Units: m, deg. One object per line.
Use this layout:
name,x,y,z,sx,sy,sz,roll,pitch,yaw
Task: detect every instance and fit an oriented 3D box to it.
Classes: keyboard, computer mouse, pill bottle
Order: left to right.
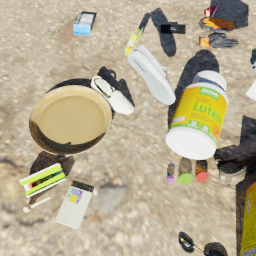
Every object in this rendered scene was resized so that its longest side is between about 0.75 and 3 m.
keyboard,2.034,-4.486,12.624,1.136,0.146,0.682,5,66,2
pill bottle,2.417,-0.523,9.385,1.578,1.578,2.841,19,61,11
computer mouse,2.100,3.466,7.791,1.503,0.256,0.440,23,63,14

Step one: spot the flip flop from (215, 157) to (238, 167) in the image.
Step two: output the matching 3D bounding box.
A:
flip flop,3.212,1.068,9.219,0.783,0.318,0.225,-9,43,-7

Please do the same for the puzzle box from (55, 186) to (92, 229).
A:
puzzle box,-1.621,2.397,8.492,0.754,0.144,1.134,16,60,10

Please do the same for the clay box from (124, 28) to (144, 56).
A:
clay box,0.206,-3.124,10.018,0.232,0.975,0.560,32,42,5

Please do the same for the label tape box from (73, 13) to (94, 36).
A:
label tape box,-2.011,-4.658,12.597,0.773,0.357,1.079,7,58,4

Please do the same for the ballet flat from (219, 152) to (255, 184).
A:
ballet flat,4.071,1.267,8.974,2.603,0.603,0.877,-15,27,-15

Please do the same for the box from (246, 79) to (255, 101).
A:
box,3.369,-0.881,5.458,1.573,0.836,1.198,-31,64,-30

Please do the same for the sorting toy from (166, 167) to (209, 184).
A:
sorting toy,1.867,1.472,8.964,1.363,0.473,0.470,-5,36,-5

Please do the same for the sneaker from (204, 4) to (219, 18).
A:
sneaker,3.896,-5.560,13.135,0.547,0.371,0.947,21,60,11

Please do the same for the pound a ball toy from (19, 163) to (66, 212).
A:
pound a ball toy,-2.633,1.818,8.665,1.483,0.630,0.967,-25,88,-14

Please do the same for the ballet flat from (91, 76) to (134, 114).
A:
ballet flat,-0.635,-1.252,10.376,2.049,0.711,0.711,39,66,20

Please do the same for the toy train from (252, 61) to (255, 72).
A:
toy train,5.546,-2.405,11.061,1.164,0.665,0.504,30,63,16

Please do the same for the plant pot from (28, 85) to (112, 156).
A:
plant pot,-2.023,-0.268,9.948,2.910,0.400,2.910,0,60,0

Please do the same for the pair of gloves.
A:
pair of gloves,4.000,-4.226,12.411,1.700,0.236,1.908,5,60,3

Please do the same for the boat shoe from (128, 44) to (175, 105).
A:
boat shoe,0.785,-1.459,7.547,0.672,1.826,0.610,-3,44,52

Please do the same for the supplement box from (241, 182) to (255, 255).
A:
supplement box,4.029,2.918,7.341,1.571,1.581,2.887,15,61,8
